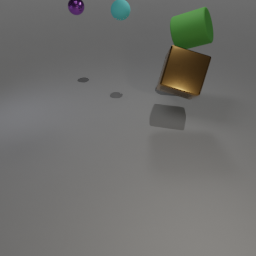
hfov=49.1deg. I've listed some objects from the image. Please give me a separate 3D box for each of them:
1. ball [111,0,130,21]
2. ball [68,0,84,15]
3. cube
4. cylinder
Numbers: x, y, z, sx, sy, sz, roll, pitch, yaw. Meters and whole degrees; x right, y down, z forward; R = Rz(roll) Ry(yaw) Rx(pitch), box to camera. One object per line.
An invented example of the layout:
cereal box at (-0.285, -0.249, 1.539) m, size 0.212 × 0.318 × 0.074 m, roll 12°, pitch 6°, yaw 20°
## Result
ball at (-0.267, -4.196, 9.954) m, size 0.700 × 0.700 × 0.700 m, roll 0°, pitch 31°, yaw 0°
ball at (-2.201, -5.162, 11.889) m, size 0.700 × 0.700 × 0.700 m, roll 0°, pitch 31°, yaw 0°
cube at (1.915, -1.913, 9.945) m, size 1.400 × 1.400 × 1.400 m, roll 17°, pitch 1°, yaw 0°
cylinder at (2.612, -4.005, 11.410) m, size 1.400 × 1.400 × 1.400 m, roll -6°, pitch 25°, yaw 30°
